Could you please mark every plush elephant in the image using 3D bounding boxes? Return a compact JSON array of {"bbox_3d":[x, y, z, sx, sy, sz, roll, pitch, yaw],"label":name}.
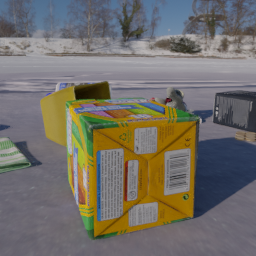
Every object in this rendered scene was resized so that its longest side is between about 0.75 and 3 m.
[{"bbox_3d":[1.771,-0.978,11.810,1.764,1.453,1.366,15,13,-29],"label":"plush elephant"}]

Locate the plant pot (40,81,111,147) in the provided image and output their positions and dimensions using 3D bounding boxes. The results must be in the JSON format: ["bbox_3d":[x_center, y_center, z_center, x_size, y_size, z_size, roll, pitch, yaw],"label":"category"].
[{"bbox_3d":[-1.673,-0.410,8.987,1.667,1.890,1.890,-2,12,28],"label":"plant pot"}]

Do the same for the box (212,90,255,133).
[{"bbox_3d":[4.815,-0.688,10.873,1.749,1.262,2.356,-10,17,-33],"label":"box"}]

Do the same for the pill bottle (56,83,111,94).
[{"bbox_3d":[-2.093,-1.479,13.584,2.567,1.460,1.460,0,15,-2],"label":"pill bottle"}]

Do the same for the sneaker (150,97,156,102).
[{"bbox_3d":[1.682,-1.643,16.521,0.842,0.300,0.474,-5,18,-9],"label":"sneaker"}]

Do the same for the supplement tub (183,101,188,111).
[{"bbox_3d":[2.381,-0.876,12.829,0.659,0.659,0.939,2,15,9],"label":"supplement tub"}]

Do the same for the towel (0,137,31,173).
[{"bbox_3d":[-3.800,0.723,7.425,1.810,0.278,2.373,-8,17,-32],"label":"towel"}]

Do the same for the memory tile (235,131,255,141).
[{"bbox_3d":[4.279,0.306,9.376,1.290,0.108,0.989,5,15,22],"label":"memory tile"}]

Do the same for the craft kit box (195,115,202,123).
[{"bbox_3d":[2.606,-0.393,11.912,0.883,0.217,0.894,3,15,2],"label":"craft kit box"}]

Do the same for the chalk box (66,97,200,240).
[{"bbox_3d":[-0.222,0.418,5.536,1.833,1.845,2.957,-5,14,-20],"label":"chalk box"}]

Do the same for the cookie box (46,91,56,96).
[{"bbox_3d":[-3.156,-1.590,15.308,2.097,0.788,1.794,1,15,4],"label":"cookie box"}]
